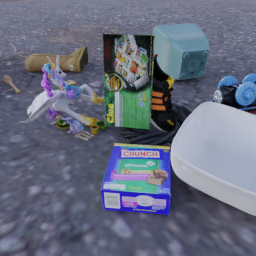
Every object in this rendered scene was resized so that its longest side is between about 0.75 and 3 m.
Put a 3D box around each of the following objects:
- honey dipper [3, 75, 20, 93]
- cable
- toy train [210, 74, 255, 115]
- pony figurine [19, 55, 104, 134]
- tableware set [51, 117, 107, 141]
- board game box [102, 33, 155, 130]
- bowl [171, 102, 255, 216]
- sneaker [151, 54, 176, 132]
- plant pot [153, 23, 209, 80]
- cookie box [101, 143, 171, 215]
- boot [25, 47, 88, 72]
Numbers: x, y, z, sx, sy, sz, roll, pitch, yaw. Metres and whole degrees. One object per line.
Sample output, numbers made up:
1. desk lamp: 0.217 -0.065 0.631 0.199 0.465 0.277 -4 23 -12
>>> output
1. honey dipper: -4.714 -1.742 11.406 0.294 0.294 1.549 -21 42 -31
2. cable: 0.756 -0.194 8.582 2.300 0.716 2.819 -17 33 -13
3. toy train: 3.848 -0.708 8.295 2.917 1.667 1.265 -9 23 -15
4. pony figurine: -1.931 -0.751 7.988 1.995 2.066 1.721 -51 25 2
5. tableware set: -1.504 -0.191 8.813 1.702 0.261 1.146 21 37 31
6. board game box: 0.000 -1.184 7.426 1.314 2.508 0.294 5 25 8
7. bowl: 2.477 0.724 6.311 2.784 1.041 2.788 23 38 20
8. sneaker: 0.916 -0.932 7.893 1.087 2.417 0.845 -19 23 36
9. plant pot: 2.329 -3.113 12.034 2.059 2.065 2.103 -9 37 -15
10. cookie box: 0.254 1.077 6.352 1.428 0.627 1.669 3 31 6
11. boot: -3.335 -3.355 13.489 2.558 0.846 2.240 2 31 5
